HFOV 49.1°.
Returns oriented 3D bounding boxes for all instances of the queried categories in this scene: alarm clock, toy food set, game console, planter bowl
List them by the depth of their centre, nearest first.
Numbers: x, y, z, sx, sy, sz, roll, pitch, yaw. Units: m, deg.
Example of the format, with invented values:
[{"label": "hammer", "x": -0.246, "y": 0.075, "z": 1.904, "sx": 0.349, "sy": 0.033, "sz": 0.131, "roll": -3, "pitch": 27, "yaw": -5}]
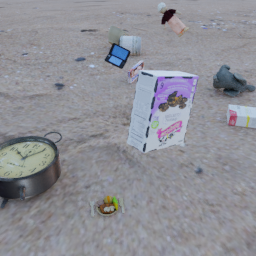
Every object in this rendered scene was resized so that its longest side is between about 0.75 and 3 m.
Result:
[{"label": "toy food set", "x": -0.539, "y": 1.990, "z": 7.208, "sx": 0.882, "sy": 0.177, "sz": 0.609, "roll": -5, "pitch": 33, "yaw": -8}, {"label": "alarm clock", "x": -2.794, "y": 0.946, "z": 8.097, "sx": 1.988, "sy": 0.981, "sz": 2.947, "roll": 10, "pitch": 36, "yaw": 17}, {"label": "game console", "x": -0.450, "y": -3.088, "z": 12.020, "sx": 0.877, "sy": 0.521, "sz": 0.756, "roll": 26, "pitch": 54, "yaw": 0}, {"label": "planter bowl", "x": -0.706, "y": -5.892, "z": 18.426, "sx": 1.495, "sy": 1.006, "sz": 1.495, "roll": 28, "pitch": 6, "yaw": -3}]

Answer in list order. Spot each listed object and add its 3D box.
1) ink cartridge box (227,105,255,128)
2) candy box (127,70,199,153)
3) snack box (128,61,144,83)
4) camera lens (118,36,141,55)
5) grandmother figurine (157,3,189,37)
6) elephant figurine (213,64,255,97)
[{"label": "ink cartridge box", "x": 4.431, "y": -0.444, "z": 10.701, "sx": 1.160, "sy": 0.484, "sz": 0.842, "roll": 8, "pitch": 34, "yaw": 11}, {"label": "candy box", "x": 0.690, "y": -0.352, "z": 5.534, "sx": 1.241, "sy": 1.480, "sz": 0.529, "roll": -10, "pitch": 27, "yaw": -41}, {"label": "snack box", "x": 0.414, "y": -2.900, "z": 14.392, "sx": 0.210, "sy": 0.620, "sz": 1.724, "roll": 14, "pitch": 35, "yaw": 20}, {"label": "camera lens", "x": 0.123, "y": -5.130, "z": 17.404, "sx": 1.386, "sy": 1.109, "sz": 1.109, "roll": 3, "pitch": 33, "yaw": 3}, {"label": "grandmother figurine", "x": 1.265, "y": -3.216, "z": 8.290, "sx": 1.128, "sy": 0.684, "sz": 0.341, "roll": 51, "pitch": 24, "yaw": 0}, {"label": "elephant figurine", "x": 4.845, "y": -2.027, "z": 12.682, "sx": 1.790, "sy": 1.266, "sz": 1.389, "roll": 32, "pitch": 72, "yaw": 18}]
